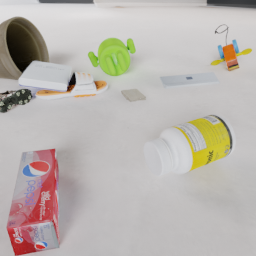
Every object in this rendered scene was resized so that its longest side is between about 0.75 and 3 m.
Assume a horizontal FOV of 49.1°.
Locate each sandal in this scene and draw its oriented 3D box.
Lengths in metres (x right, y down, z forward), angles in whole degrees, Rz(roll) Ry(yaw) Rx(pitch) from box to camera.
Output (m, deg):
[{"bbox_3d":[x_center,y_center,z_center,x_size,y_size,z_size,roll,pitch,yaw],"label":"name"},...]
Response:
[{"bbox_3d":[-2.062,-1.640,10.501,2.771,0.794,1.062,-12,31,-21],"label":"sandal"}]

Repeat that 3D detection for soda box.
[{"bbox_3d":[-1.740,1.276,5.398,0.761,0.689,2.174,-6,29,-11],"label":"soda box"}]

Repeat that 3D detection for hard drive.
[{"bbox_3d":[-3.168,-2.099,11.093,1.670,0.321,2.531,6,26,-10],"label":"hard drive"}]

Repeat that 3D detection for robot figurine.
[{"bbox_3d":[-0.662,-3.266,12.772,2.148,1.416,2.448,-20,31,4],"label":"robot figurine"}]

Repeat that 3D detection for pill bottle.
[{"bbox_3d":[1.394,0.419,6.482,1.966,1.094,1.094,-16,33,-22],"label":"pill bottle"}]

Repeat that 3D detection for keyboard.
[{"bbox_3d":[2.565,-1.982,11.574,2.480,0.132,0.698,-7,47,-13],"label":"keyboard"}]

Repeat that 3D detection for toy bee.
[{"bbox_3d":[5.068,-3.612,13.597,1.828,1.518,2.792,2,57,37],"label":"toy bee"}]

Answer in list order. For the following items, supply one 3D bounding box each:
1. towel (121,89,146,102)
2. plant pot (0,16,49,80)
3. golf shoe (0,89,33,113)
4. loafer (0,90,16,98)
[{"bbox_3d":[0.202,-1.217,10.405,0.663,0.172,1.000,-8,30,-18],"label":"towel"},{"bbox_3d":[-5.007,-3.076,11.730,2.232,2.573,2.573,-7,26,21],"label":"plant pot"},{"bbox_3d":[-3.998,-1.008,9.658,0.644,0.564,1.462,11,30,33],"label":"golf shoe"},{"bbox_3d":[-4.450,-1.245,10.320,0.329,0.287,0.914,16,33,26],"label":"loafer"}]
